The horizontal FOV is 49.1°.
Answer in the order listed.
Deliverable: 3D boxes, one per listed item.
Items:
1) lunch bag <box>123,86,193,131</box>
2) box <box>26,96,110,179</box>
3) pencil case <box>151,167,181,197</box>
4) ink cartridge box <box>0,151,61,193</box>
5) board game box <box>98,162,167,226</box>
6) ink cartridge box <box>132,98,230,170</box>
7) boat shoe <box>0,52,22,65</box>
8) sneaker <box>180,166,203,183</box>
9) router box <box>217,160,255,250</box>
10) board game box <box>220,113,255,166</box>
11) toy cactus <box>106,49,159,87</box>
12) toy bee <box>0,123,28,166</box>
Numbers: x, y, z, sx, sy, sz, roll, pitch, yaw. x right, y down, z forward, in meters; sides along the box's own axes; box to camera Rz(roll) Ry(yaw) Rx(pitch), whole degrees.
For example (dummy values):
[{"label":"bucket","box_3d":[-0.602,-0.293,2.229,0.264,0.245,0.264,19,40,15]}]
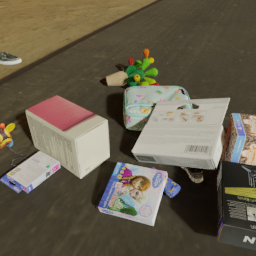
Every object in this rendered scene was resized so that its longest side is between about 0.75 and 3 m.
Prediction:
[{"label":"lunch bag","box_3d":[0.966,-0.629,8.983,2.246,0.866,1.801,0,36,0]},{"label":"box","box_3d":[-1.595,0.164,7.504,2.033,1.300,1.108,26,43,31]},{"label":"pencil case","box_3d":[0.814,1.311,6.733,0.900,0.351,0.391,32,65,36]},{"label":"ink cartridge box","box_3d":[-2.438,1.136,7.056,0.770,0.271,1.290,22,40,28]},{"label":"board game box","box_3d":[0.137,1.435,6.346,1.255,0.259,1.258,8,50,18]},{"label":"ink cartridge box","box_3d":[1.418,0.079,7.314,2.207,0.481,1.916,1,48,37]},{"label":"boat shoe","box_3d":[-5.807,-3.291,12.980,1.738,0.492,0.597,7,36,10]},{"label":"sneaker","box_3d":[1.608,0.898,7.211,0.390,0.463,1.058,-11,37,-15]},{"label":"router box","box_3d":[2.975,1.599,5.589,2.249,0.587,1.769,9,37,12]},{"label":"board game box","box_3d":[3.363,0.594,6.704,1.935,1.543,0.937,5,36,8]},{"label":"toy cactus","box_3d":[0.165,-2.093,10.948,2.050,1.270,2.484,-12,45,0]},{"label":"toy bee","box_3d":[-3.508,0.215,7.740,1.798,0.977,1.177,9,35,13]}]
